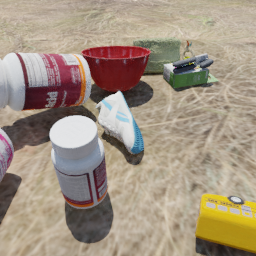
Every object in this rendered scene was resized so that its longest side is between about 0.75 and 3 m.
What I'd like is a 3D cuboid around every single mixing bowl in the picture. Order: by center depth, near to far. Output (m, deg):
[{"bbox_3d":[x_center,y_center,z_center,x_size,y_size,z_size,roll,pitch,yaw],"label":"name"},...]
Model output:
[{"bbox_3d":[-0.406,-2.102,10.036,2.435,1.319,2.435,-1,26,0],"label":"mixing bowl"}]

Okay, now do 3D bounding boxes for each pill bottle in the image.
[{"bbox_3d":[-3.447,1.181,5.242,1.626,1.626,2.869,2,36,2],"label":"pill bottle"},{"bbox_3d":[-0.932,0.700,5.471,0.994,1.814,0.994,0,43,0],"label":"pill bottle"},{"bbox_3d":[-2.621,-1.315,8.014,2.791,1.594,1.594,-9,34,-35],"label":"pill bottle"}]

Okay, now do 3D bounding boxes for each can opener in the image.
[{"bbox_3d":[2.404,-2.340,10.220,1.644,0.438,0.550,-20,30,-25],"label":"can opener"}]

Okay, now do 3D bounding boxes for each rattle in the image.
[{"bbox_3d":[2.672,-3.282,11.993,0.656,0.918,0.598,-11,11,-37],"label":"rattle"}]

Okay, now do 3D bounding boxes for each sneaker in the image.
[{"bbox_3d":[-0.239,-0.057,7.812,0.947,0.897,2.344,-26,41,1],"label":"sneaker"}]

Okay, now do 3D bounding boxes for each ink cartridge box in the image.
[{"bbox_3d":[2.463,-2.154,10.895,1.991,0.590,1.034,-11,37,-15],"label":"ink cartridge box"}]

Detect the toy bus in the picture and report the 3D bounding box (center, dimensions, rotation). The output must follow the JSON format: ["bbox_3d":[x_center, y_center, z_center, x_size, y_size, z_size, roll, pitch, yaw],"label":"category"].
[{"bbox_3d":[2.303,1.776,5.022,2.054,0.669,0.804,10,16,14],"label":"toy bus"}]

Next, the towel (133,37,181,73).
[{"bbox_3d":[1.161,-2.916,11.260,1.937,1.437,0.353,-2,20,-4],"label":"towel"}]
